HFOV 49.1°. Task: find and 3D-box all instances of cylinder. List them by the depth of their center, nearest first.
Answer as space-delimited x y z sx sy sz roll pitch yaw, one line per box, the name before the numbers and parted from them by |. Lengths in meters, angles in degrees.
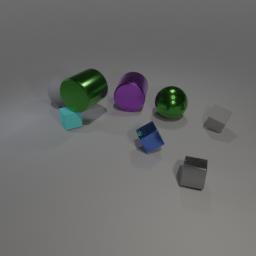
cylinder | -1.745 -1.515 11.217 1.400 1.400 1.400 17 35 24
cylinder | 0.162 -1.673 12.806 1.400 1.400 1.400 5 33 8

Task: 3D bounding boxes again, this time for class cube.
cube | 2.039 1.362 8.621 0.700 0.700 0.700 10 21 15
cube | 0.790 0.321 10.006 0.700 0.700 0.700 -29 30 6
cube | 3.578 -0.357 11.127 0.700 0.700 0.700 29 62 16
cube | -2.346 -0.439 11.506 0.700 0.700 0.700 -16 33 -25

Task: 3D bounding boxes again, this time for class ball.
ball | 1.839 -1.087 11.925 1.400 1.400 1.400 0 33 0
ball | -2.935 -1.672 12.784 1.400 1.400 1.400 0 33 0
